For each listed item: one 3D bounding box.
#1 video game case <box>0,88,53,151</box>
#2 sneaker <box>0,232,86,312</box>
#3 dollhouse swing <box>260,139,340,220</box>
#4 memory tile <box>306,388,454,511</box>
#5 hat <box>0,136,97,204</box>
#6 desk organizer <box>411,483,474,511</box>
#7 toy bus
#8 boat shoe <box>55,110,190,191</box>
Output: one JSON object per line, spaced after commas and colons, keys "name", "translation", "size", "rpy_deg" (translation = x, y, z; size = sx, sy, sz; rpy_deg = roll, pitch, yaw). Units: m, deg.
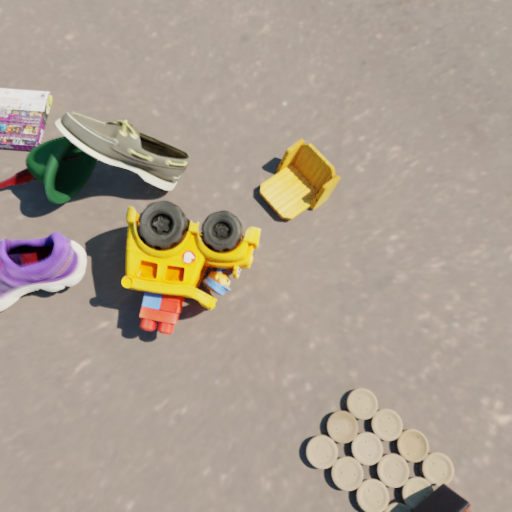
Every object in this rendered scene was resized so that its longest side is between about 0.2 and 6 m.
{"name": "video game case", "translation": [-5.229, -2.924, 11.929], "size": [1.507, 0.270, 1.366], "rpy_deg": [4, 70, 1]}
{"name": "sneaker", "translation": [-4.640, 0.188, 10.174], "size": [2.931, 1.223, 1.182], "rpy_deg": [-20, 60, 0]}
{"name": "dollhouse swing", "translation": [0.787, -1.474, 11.074], "size": [1.013, 1.047, 1.153], "rpy_deg": [-30, 72, -32]}
{"name": "memory tile", "translation": [2.120, 3.505, 9.630], "size": [2.193, 0.184, 1.681], "rpy_deg": [40, 75, 14]}
{"name": "hat", "translation": [-4.263, -1.994, 10.892], "size": [1.664, 1.566, 1.891], "rpy_deg": [27, 74, 8]}
{"name": "desk organizer", "translation": [2.402, 4.936, 8.646], "size": [2.710, 0.972, 1.043], "rpy_deg": [-37, 89, -7]}
{"name": "toy bus", "translation": [-1.234, 0.295, 10.168], "size": [2.404, 1.631, 2.308], "rpy_deg": [8, 83, 0]}
{"name": "boat shoe", "translation": [-2.389, -2.078, 10.413], "size": [0.796, 2.663, 0.952], "rpy_deg": [-47, 48, 19]}
